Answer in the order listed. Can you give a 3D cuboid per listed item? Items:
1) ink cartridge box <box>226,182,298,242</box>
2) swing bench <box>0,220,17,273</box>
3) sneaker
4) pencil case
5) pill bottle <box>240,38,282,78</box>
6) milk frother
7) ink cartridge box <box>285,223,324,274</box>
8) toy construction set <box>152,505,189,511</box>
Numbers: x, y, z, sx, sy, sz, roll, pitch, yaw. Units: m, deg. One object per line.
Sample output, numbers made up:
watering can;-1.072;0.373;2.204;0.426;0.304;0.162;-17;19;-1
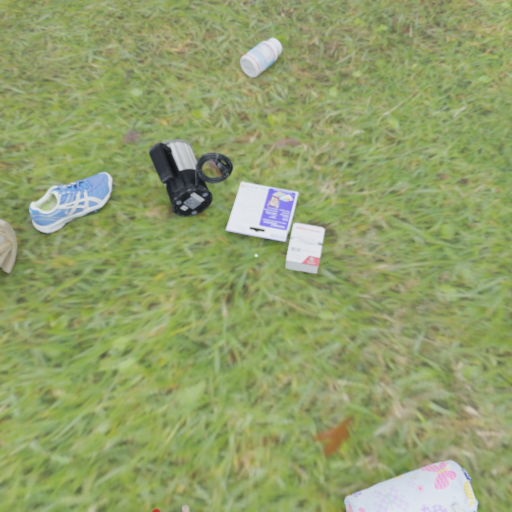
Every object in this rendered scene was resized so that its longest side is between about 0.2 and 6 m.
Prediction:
ink cartridge box;0.133;-0.919;12.232;1.332;0.292;1.344;12;60;8
swing bench;-6.129;-0.038;11.146;1.968;1.283;1.978;23;60;14
sneaker;-3.974;-1.228;12.121;1.953;0.752;0.739;-38;66;-18
pencil case;2.457;4.011;8.962;2.033;0.845;0.922;-14;46;-8
pill bottle;0.150;-5.192;14.609;0.601;0.601;1.104;36;65;19
milk frother;-1.363;-1.940;12.114;1.576;1.422;1.482;-24;62;1
ink cartridge box;1.023;-0.157;11.717;0.679;0.383;0.925;11;62;6
toy construction set;-0.969;4.877;8.286;1.604;1.478;1.923;-16;28;-27
